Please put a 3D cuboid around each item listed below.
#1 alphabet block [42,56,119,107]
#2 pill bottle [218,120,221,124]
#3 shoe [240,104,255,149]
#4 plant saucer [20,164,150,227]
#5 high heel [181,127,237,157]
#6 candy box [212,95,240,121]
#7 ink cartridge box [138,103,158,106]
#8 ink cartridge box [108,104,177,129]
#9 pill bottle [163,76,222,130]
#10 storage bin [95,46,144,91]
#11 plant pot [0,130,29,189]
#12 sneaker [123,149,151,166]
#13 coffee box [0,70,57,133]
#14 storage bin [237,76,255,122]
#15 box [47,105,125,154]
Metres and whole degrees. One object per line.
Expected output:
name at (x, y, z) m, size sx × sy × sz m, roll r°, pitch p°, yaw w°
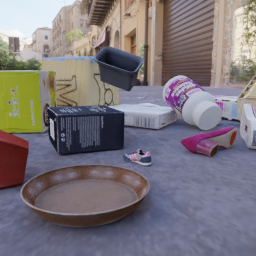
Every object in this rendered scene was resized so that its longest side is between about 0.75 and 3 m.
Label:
alphabet block at (-2.033, -1.771, 12.549) m, size 2.583 × 2.630 × 2.569 m, roll 6°, pitch 12°, yaw 29°
pill bottle at (3.153, -0.389, 10.946) m, size 0.926 × 0.520 × 0.520 m, roll 4°, pitch 11°, yaw 16°
shoe at (4.022, -0.036, 8.092) m, size 1.246 × 0.978 × 2.739 m, roll 4°, pitch 17°, yaw 15°
plant saucer at (-0.614, 0.982, 4.233) m, size 1.878 × 0.323 × 1.878 m, roll 0°, pitch 10°, yaw 0°
high heel at (2.185, 0.225, 7.316) m, size 0.854 × 0.599 × 1.776 m, roll 23°, pitch 26°, yaw 38°
candy box at (4.565, -0.980, 12.994) m, size 2.000 × 0.894 × 2.932 m, roll -8°, pitch 13°, yaw -36°
ink cartridge box at (1.236, -1.234, 16.286) m, size 0.843 × 0.249 × 1.054 m, roll -9°, pitch 20°, yaw -40°
ink cartridge box at (0.433, -0.549, 11.538) m, size 2.873 × 0.634 × 2.926 m, roll 6°, pitch 10°, yaw 26°
pill bottle at (2.373, -0.936, 10.412) m, size 1.328 × 1.328 × 2.366 m, roll -5°, pitch 33°, yaw -23°
storage bin at (-0.269, -1.870, 8.964) m, size 1.406 × 0.944 × 1.023 m, roll 23°, pitch 52°, yaw 13°
plant pot at (-2.265, 0.567, 5.021) m, size 0.855 × 0.970 × 0.969 m, roll 10°, pitch 7°, yaw -21°
sneaker at (0.203, 0.601, 6.212) m, size 0.787 × 0.323 × 0.276 m, roll 9°, pitch 14°, yaw 40°
coffee box at (-3.786, -0.998, 9.964) m, size 2.057 × 2.054 × 2.034 m, roll 0°, pitch 11°, yaw 0°
storage bin at (5.806, -1.071, 10.525) m, size 2.617 × 1.236 × 2.636 m, roll 8°, pitch 34°, yaw 37°
box at (-1.193, -0.031, 7.630) m, size 1.747 × 1.026 × 1.718 m, roll -4°, pitch 12°, yaw -22°
